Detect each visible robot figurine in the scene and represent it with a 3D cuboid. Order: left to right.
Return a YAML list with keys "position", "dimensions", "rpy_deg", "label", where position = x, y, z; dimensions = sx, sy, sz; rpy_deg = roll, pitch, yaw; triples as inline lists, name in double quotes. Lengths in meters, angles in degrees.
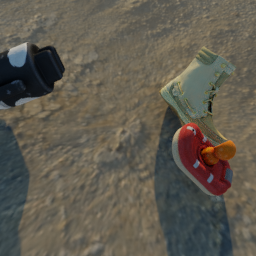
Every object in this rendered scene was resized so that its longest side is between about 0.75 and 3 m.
- position: [-3.359, -1.579, 8.688]
  dimensions: [2.694, 2.024, 1.681]
  rpy_deg: [-19, 81, 6]
  label: "robot figurine"

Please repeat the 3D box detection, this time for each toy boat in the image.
- position: [2.033, 0.658, 6.846]
  dimensions: [1.947, 1.273, 1.271]
  rpy_deg: [44, 43, -11]
  label: "toy boat"

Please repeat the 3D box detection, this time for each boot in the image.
- position: [2.468, -0.950, 8.360]
  dimensions: [2.174, 1.018, 2.797]
  rpy_deg: [-47, 54, 17]
  label: "boot"
